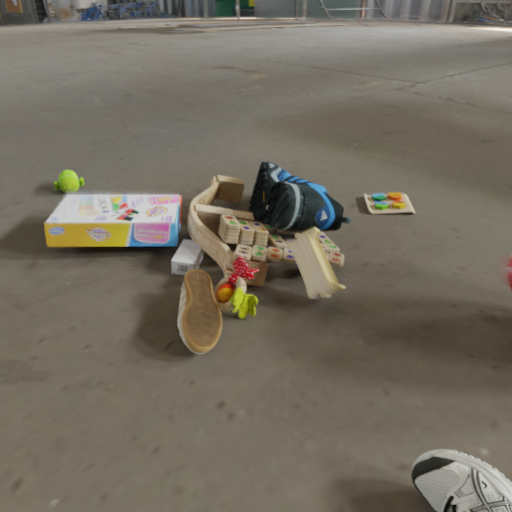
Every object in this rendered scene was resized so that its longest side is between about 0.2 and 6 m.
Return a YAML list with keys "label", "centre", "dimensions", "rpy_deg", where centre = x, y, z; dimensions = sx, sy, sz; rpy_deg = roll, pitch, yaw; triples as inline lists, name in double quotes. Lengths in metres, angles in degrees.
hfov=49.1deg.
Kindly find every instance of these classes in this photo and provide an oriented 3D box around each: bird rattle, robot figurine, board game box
- label: "bird rattle"
  centre: [-0.435, 0.590, 10.045]
  dimensions: [0.917, 0.634, 1.125]
  rpy_deg: [-26, 54, 26]
- label: "robot figurine"
  centre: [-4.965, -1.959, 14.832]
  dimensions: [0.750, 0.494, 0.855]
  rpy_deg: [-11, 32, -19]
- label: "board game box"
  centre: [-3.055, -0.819, 12.452]
  dimensions: [2.691, 0.543, 2.059]
  rpy_deg: [0, 23, -4]

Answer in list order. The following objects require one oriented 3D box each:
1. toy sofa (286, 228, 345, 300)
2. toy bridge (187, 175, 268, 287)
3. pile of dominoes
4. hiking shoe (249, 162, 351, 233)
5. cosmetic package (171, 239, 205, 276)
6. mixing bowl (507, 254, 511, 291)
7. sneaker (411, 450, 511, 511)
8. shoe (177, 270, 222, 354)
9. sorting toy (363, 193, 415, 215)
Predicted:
- label: "toy sofa"
  centre: [1.089, 0.163, 10.293]
  dimensions: [0.616, 1.262, 0.523]
  rpy_deg: [-26, -13, 15]
- label: "toy bridge"
  centre: [-0.782, -0.772, 12.362]
  dimensions: [1.430, 0.579, 4.255]
  rpy_deg: [7, 29, -14]
- label: "pile of dominoes"
  centre: [0.557, -0.406, 11.477]
  dimensions: [2.568, 0.409, 2.001]
  rpy_deg: [4, 22, -18]
- label: "hiking shoe"
  centre: [0.821, -1.212, 12.876]
  dimensions: [1.571, 1.348, 3.623]
  rpy_deg: [13, 18, -15]
- label: "cosmetic package"
  centre: [-1.389, 0.034, 11.508]
  dimensions: [0.474, 0.333, 0.935]
  rpy_deg: [8, 31, 7]
- label: "mixing bowl"
  centre: [5.030, 0.476, 9.009]
  dimensions: [1.459, 2.693, 2.693]
  rpy_deg: [-23, 16, 33]
- label: "sneaker"
  centre: [2.483, 2.984, 5.869]
  dimensions: [1.012, 0.874, 2.310]
  rpy_deg: [-23, 36, -33]
- label: "shoe"
  centre: [-0.995, 1.027, 9.688]
  dimensions: [0.698, 0.533, 1.996]
  rpy_deg: [11, 33, -14]
- label: "sorting toy"
  centre: [3.324, -1.342, 14.039]
  dimensions: [1.151, 0.210, 1.066]
  rpy_deg: [1, 30, 2]
